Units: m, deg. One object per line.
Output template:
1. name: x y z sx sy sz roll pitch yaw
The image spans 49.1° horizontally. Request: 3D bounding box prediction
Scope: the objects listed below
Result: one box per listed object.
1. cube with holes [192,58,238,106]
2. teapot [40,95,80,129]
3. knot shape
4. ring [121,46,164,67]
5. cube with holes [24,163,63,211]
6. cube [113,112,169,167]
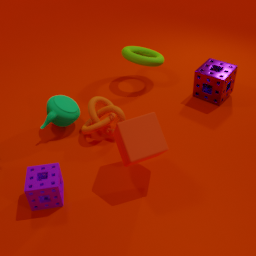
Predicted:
1. cube with holes: 3.005 -1.612 9.735 1.050 1.050 1.050 27 52 31
2. teapot: -2.022 -0.441 8.407 1.020 0.803 1.640 38 31 4
3. knot shape: -0.751 -0.382 8.295 1.368 0.632 1.280 -10 60 6
4. ring: 0.551 -2.657 10.346 1.613 0.323 1.613 10 29 -6
5. cube with holes: -1.882 1.334 6.376 0.706 0.706 0.706 -7 40 -7
6. cube: 0.265 0.297 6.639 0.937 0.937 0.937 -17 79 -13
